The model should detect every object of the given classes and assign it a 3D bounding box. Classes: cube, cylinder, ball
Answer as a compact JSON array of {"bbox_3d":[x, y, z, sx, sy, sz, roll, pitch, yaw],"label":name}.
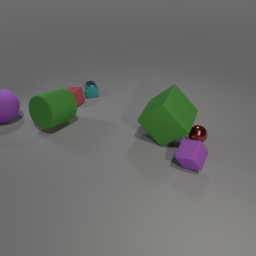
[{"bbox_3d":[-2.594,-1.520,13.451,0.700,0.700,0.700,5,31,26],"label":"cube"},{"bbox_3d":[-1.876,-1.980,14.316,0.700,0.700,0.700,-6,32,-10],"label":"cylinder"},{"bbox_3d":[2.056,0.863,9.026,0.700,0.700,0.700,6,57,42],"label":"cube"},{"bbox_3d":[2.609,0.234,10.469,0.700,0.700,0.700,0,31,0],"label":"ball"},{"bbox_3d":[-5.321,-0.943,11.833,1.400,1.400,1.400,0,31,0],"label":"ball"},{"bbox_3d":[1.478,-0.455,10.322,1.400,1.400,1.400,-31,19,43],"label":"cube"},{"bbox_3d":[-3.048,-0.808,11.448,1.400,1.400,1.400,18,28,28],"label":"cylinder"}]
